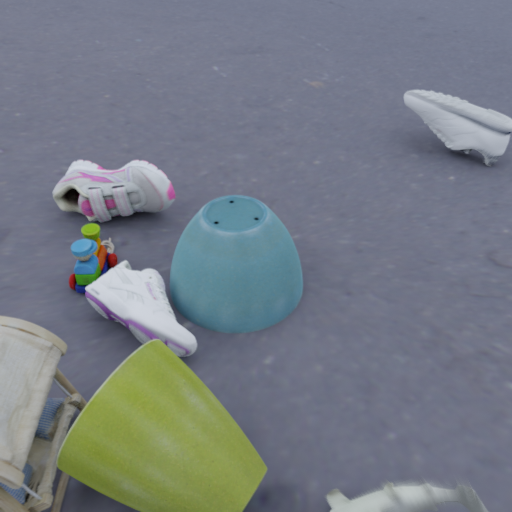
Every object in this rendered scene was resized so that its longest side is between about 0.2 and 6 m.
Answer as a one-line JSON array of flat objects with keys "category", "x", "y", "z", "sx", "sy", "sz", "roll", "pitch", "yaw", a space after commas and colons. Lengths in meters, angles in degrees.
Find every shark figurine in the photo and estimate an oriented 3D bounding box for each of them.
[{"category": "shark figurine", "x": 1.396, "y": 2.694, "z": 5.573, "sx": 1.802, "sy": 0.752, "sz": 1.077, "roll": -14, "pitch": -4, "yaw": -1}]

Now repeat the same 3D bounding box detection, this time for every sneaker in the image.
[{"category": "sneaker", "x": 4.230, "y": -2.862, "z": 12.162, "sx": 2.505, "sy": 1.008, "sz": 0.957, "roll": 36, "pitch": 41, "yaw": 29}, {"category": "sneaker", "x": -2.624, "y": -1.063, "z": 10.158, "sx": 2.443, "sy": 0.994, "sz": 1.078, "roll": 3, "pitch": 41, "yaw": 24}, {"category": "sneaker", "x": -1.517, "y": 0.672, "z": 7.933, "sx": 1.992, "sy": 0.746, "sz": 0.992, "roll": 29, "pitch": 62, "yaw": 27}]

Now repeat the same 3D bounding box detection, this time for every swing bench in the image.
[{"category": "swing bench", "x": -2.604, "y": 1.809, "z": 5.884, "sx": 1.122, "sy": 1.729, "sz": 1.720, "roll": -1, "pitch": 39, "yaw": 0}]

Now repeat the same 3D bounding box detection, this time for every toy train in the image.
[{"category": "toy train", "x": -2.616, "y": -0.168, "z": 9.067, "sx": 0.633, "sy": 0.865, "sz": 1.495, "roll": 0, "pitch": 39, "yaw": -1}]

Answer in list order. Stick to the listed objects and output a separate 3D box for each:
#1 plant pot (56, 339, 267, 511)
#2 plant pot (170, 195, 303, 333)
[{"category": "plant pot", "x": -0.830, "y": 2.058, "z": 5.888, "sx": 1.761, "sy": 1.648, "sz": 1.648, "roll": 34, "pitch": 47, "yaw": 9}, {"category": "plant pot", "x": -0.311, "y": -0.068, "z": 8.508, "sx": 2.107, "sy": 1.419, "sz": 2.107, "roll": 0, "pitch": 39, "yaw": 0}]
